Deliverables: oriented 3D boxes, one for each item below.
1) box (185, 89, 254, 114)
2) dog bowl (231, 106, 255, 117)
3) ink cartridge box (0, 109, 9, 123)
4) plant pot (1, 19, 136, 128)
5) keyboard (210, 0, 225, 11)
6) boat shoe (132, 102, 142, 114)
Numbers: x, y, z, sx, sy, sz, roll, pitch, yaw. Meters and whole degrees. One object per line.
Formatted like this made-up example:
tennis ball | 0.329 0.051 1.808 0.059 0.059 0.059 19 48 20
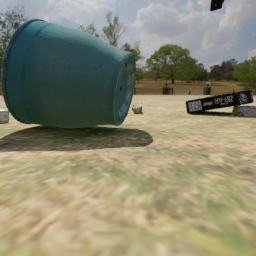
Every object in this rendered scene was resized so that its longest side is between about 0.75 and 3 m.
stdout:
box | 4.027 -1.175 12.212 2.599 0.566 2.082 -9 3 26
dog bowl | 4.836 -0.693 11.321 1.237 0.363 1.237 0 8 0
ink cartridge box | -4.871 -0.368 8.886 1.815 0.435 1.321 -4 9 -36
plant pot | -1.264 -1.200 7.376 2.649 2.819 2.819 13 11 12
keyboard | 1.585 -2.885 4.316 0.470 2.370 1.233 6 -24 15
boat shoe | 0.389 -0.926 12.523 0.438 0.484 1.359 0 9 0
